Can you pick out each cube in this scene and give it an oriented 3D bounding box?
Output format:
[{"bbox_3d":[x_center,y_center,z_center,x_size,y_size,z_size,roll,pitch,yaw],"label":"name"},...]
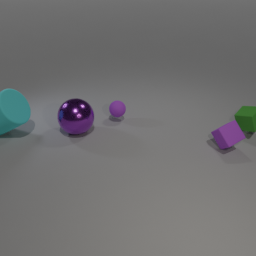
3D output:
[{"bbox_3d":[4.521,-0.349,10.471,0.700,0.700,0.700,-39,30,-30],"label":"cube"},{"bbox_3d":[3.452,0.242,9.684,0.700,0.700,0.700,-28,-7,-10],"label":"cube"}]

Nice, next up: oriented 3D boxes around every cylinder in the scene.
[{"bbox_3d":[-4.662,-0.572,10.501,1.400,1.400,1.400,-22,20,25],"label":"cylinder"}]

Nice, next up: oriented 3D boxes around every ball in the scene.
[{"bbox_3d":[-1.992,-0.435,10.735,1.400,1.400,1.400,0,29,0],"label":"ball"},{"bbox_3d":[-0.439,-0.796,11.675,0.700,0.700,0.700,0,29,0],"label":"ball"}]
